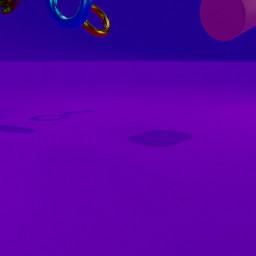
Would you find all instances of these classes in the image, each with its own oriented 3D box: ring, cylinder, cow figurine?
[{"bbox_3d":[-0.942,-3.044,7.881,1.079,1.079,0.216,-16,-10,-46],"label":"ring"},{"bbox_3d":[2.225,-2.481,5.803,1.038,1.038,1.038,-33,30,-27],"label":"cylinder"},{"bbox_3d":[-1.372,-2.969,6.474,1.338,1.338,0.268,9,17,30],"label":"ring"},{"bbox_3d":[-3.477,-4.154,8.731,1.268,0.696,1.247,-39,16,29],"label":"cow figurine"}]
